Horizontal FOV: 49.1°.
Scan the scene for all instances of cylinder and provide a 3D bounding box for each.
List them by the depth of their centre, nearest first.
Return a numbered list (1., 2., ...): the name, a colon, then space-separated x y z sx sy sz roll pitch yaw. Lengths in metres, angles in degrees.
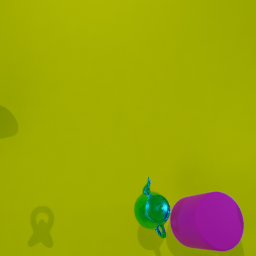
1. cylinder: 1.861 2.250 6.772 1.277 1.277 1.277 7 69 -18

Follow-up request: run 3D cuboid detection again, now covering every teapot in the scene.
1. teapot: 0.593 1.844 6.491 0.877 0.691 1.411 -10 75 -26
